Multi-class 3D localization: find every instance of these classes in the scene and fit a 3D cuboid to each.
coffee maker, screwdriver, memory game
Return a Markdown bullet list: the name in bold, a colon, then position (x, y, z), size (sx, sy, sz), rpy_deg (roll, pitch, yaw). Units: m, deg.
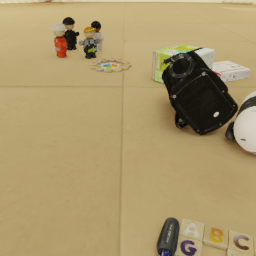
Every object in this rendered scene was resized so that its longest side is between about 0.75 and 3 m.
- **coffee maker**: position (1.719, -1.264, 7.474), size (1.524, 2.173, 2.262), rpy_deg (-16, 26, 8)
- **screwdriver**: position (0.426, 1.993, 3.627), size (0.306, 0.293, 2.101), rpy_deg (33, 34, -4)
- **memory game**: position (-0.759, -2.749, 12.181), size (1.868, 0.119, 1.868), rpy_deg (0, 29, 0)

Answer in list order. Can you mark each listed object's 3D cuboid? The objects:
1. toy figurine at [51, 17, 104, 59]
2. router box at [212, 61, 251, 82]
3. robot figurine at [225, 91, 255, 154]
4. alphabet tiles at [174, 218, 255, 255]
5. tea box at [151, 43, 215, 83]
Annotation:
- **toy figurine**: position (-2.388, -4.452, 13.685), size (2.279, 1.611, 2.315), rpy_deg (5, 29, 9)
- **router box**: position (3.792, -2.238, 11.027), size (1.445, 0.353, 1.297), rpy_deg (-12, 31, -20)
- **robot figurine**: position (3.174, -0.172, 6.558), size (1.197, 1.441, 1.918), rpy_deg (31, 37, 13)
- **alphabet tiles**: position (1.640, 2.108, 3.591), size (2.204, 0.083, 1.843), rpy_deg (9, 30, 17)
- **tea box**: position (2.017, -2.331, 10.390), size (1.666, 1.132, 1.694), rpy_deg (23, 37, 37)
